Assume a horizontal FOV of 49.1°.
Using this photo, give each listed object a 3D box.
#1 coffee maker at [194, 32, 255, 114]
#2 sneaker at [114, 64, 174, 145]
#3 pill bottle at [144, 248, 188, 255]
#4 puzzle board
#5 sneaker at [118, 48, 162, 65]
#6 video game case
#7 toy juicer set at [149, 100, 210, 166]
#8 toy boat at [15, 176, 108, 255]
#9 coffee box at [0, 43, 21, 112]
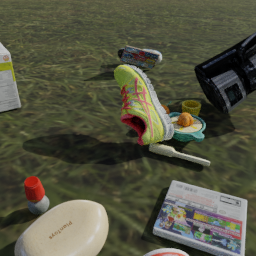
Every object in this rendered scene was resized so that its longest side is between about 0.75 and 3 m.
[{"bbox_3d":[3.455,-1.715,8.434,2.536,1.708,2.436,-29,4,9],"label":"coffee maker"},{"bbox_3d":[0.167,-0.574,6.796,1.015,0.878,2.248,-25,74,-23],"label":"sneaker"},{"bbox_3d":[0.555,2.288,3.242,0.846,0.846,1.508,-4,31,-6],"label":"pill bottle"},{"bbox_3d":[0.462,-2.812,11.301,1.393,1.049,0.121,12,66,-10],"label":"puzzle board"},{"bbox_3d":[0.516,-3.172,12.385,1.957,0.703,0.709,8,27,3],"label":"sneaker"},{"bbox_3d":[1.339,1.592,5.047,1.466,0.168,1.336,13,33,18],"label":"video game case"},{"bbox_3d":[1.165,-0.072,7.267,1.646,0.704,2.587,3,32,5],"label":"toy juicer set"},{"bbox_3d":[-1.185,1.574,4.602,1.505,0.832,1.790,-26,48,-30],"label":"toy boat"},{"bbox_3d":[-4.547,-1.516,8.588,1.798,1.778,1.795,-18,35,-26],"label":"coffee box"}]
